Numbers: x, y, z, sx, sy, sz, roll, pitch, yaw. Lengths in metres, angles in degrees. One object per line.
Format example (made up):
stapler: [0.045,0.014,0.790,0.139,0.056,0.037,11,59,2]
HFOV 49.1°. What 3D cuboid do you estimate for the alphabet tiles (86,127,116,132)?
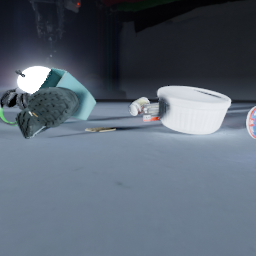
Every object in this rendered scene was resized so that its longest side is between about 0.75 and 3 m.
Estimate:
alphabet tiles: [-0.824,0.041,8.467,0.861,0.027,0.717,-7,10,-41]

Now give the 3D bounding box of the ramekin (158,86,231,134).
ramekin: [1.811,-0.528,8.004,2.024,0.943,2.024,5,20,-2]

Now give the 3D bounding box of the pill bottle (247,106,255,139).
pill bottle: [2.712,-0.085,4.785,0.665,0.665,1.186,-3,2,-24]

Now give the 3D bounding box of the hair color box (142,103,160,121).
hair color box: [1.568,-0.689,10.975,1.090,0.657,2.147,-2,4,37]

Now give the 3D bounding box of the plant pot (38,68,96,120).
plant pot: [-2.286,-1.173,10.827,1.907,1.347,1.348,35,-8,-39]

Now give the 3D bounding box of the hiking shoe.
hiking shoe: [-1.693,-0.459,6.261,2.302,0.856,0.998,-17,12,47]

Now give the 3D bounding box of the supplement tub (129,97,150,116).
supplement tub: [0.500,-0.951,12.469,0.615,0.615,0.849,7,31,45]

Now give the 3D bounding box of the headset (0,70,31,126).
headset: [-3.667,-0.965,9.147,1.102,1.784,0.838,12,-10,7]
